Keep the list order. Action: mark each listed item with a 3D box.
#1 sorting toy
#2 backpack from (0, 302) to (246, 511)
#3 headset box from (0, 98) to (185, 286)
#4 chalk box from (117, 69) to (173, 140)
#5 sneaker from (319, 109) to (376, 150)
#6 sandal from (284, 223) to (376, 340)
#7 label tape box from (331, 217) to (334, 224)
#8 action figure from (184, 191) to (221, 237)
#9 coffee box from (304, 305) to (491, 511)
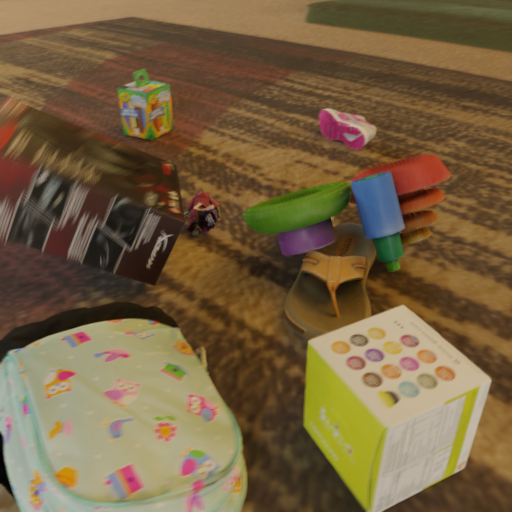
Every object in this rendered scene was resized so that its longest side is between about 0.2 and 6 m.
[{"bbox_3d":[1.509,-0.484,8.175,3.196,1.312,1.920,-18,9,-12],"label":"sorting toy"},{"bbox_3d":[-1.240,1.643,4.961,2.255,1.711,2.702,-13,38,-25],"label":"backpack"},{"bbox_3d":[-2.793,-1.054,8.301,3.172,1.225,2.360,21,22,-21],"label":"headset box"},{"bbox_3d":[-2.642,-3.664,13.409,0.915,1.476,0.922,17,36,24],"label":"chalk box"},{"bbox_3d":[2.161,-3.036,13.278,0.720,0.664,1.632,-22,47,-32],"label":"sneaker"},{"bbox_3d":[1.157,0.187,8.020,1.191,0.801,2.966,9,36,15],"label":"sandal"},{"bbox_3d":[0.927,-0.592,9.317,0.605,0.279,0.844,9,8,17],"label":"label tape box"},{"bbox_3d":[-0.995,-0.849,9.778,0.686,0.762,1.024,-6,47,2],"label":"action figure"},{"bbox_3d":[1.312,1.488,5.591,1.243,1.257,1.255,-16,36,-23],"label":"coffee box"}]
